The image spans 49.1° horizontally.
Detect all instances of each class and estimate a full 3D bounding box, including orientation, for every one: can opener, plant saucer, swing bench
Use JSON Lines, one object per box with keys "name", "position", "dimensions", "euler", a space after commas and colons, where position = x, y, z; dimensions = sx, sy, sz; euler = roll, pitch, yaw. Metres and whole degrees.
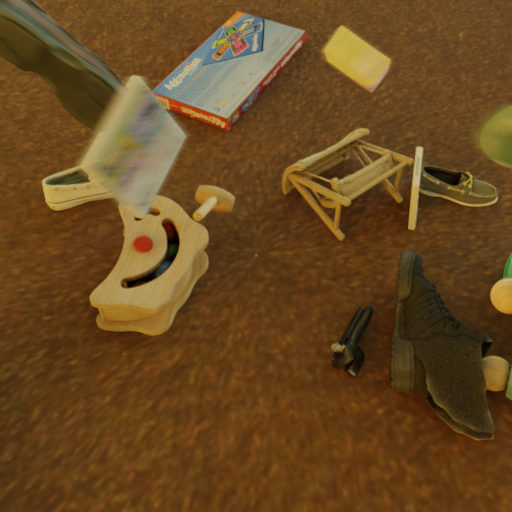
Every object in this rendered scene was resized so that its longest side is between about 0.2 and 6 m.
{"name": "can opener", "position": [1.619, 1.369, 9.415], "dimensions": [0.432, 0.536, 1.363], "euler": [-14, 36, 41]}
{"name": "plant saucer", "position": [3.607, -1.462, 7.044], "dimensions": [1.462, 1.462, 0.200], "euler": [6, 67, 4]}
{"name": "swing bench", "position": [1.765, -1.583, 11.154], "dimensions": [1.816, 1.184, 1.826], "euler": [-32, 58, -22]}

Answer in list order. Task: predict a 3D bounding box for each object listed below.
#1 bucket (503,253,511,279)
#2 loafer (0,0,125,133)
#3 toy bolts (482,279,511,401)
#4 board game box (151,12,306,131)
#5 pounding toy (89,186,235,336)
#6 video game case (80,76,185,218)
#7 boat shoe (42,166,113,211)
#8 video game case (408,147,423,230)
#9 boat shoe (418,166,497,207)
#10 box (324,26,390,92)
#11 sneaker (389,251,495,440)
{"name": "bucket", "position": [5.003, 0.374, 9.872], "dimensions": [1.230, 0.800, 1.230], "euler": [0, 52, 0]}
{"name": "loafer", "position": [-3.057, -3.213, 9.333], "dimensions": [1.156, 3.218, 1.012], "euler": [-15, 59, 27]}
{"name": "toy bolts", "position": [4.383, 1.362, 8.906], "dimensions": [1.437, 1.979, 2.072], "euler": [12, 85, 25]}
{"name": "board game box", "position": [-0.580, -4.788, 14.121], "dimensions": [2.140, 0.404, 4.157], "euler": [24, 56, 16]}
{"name": "pounding toy", "position": [-1.813, -0.327, 9.760], "dimensions": [1.812, 1.818, 3.169], "euler": [22, 55, 11]}
{"name": "video game case", "position": [-1.735, -1.551, 8.189], "dimensions": [0.172, 1.419, 1.558], "euler": [15, 72, 29]}
{"name": "boat shoe", "position": [-3.284, -1.571, 11.434], "dimensions": [2.105, 0.703, 0.774], "euler": [-27, 57, -20]}
{"name": "video game case", "position": [3.105, -1.304, 10.914], "dimensions": [0.143, 1.205, 1.096], "euler": [6, 52, 15]}
{"name": "boat shoe", "position": [4.122, -1.455, 11.471], "dimensions": [1.687, 0.504, 0.603], "euler": [13, 53, 10]}
{"name": "box", "position": [1.549, -3.002, 8.596], "dimensions": [0.906, 0.797, 0.438], "euler": [38, 103, 4]}
{"name": "sneaker", "position": [3.001, 1.308, 9.020], "dimensions": [1.572, 0.905, 3.014], "euler": [4, 59, 15]}
